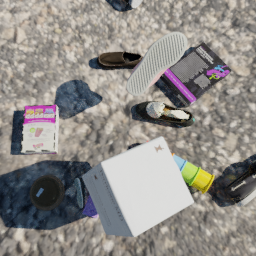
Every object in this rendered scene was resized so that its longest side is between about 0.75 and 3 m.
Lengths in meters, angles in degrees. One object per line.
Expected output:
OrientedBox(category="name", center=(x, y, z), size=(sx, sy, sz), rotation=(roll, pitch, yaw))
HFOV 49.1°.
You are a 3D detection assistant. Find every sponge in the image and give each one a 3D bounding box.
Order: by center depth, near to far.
OrientedBox(category="sponge", center=(-1.204, 2.699, 10.137), size=(0.555, 0.148, 0.996), rotation=(19, 75, 5))

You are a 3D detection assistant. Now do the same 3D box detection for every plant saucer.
OrientedBox(category="plant saucer", center=(-2.968, 2.352, 10.226), size=(1.286, 0.189, 1.286), rotation=(0, 74, 1))

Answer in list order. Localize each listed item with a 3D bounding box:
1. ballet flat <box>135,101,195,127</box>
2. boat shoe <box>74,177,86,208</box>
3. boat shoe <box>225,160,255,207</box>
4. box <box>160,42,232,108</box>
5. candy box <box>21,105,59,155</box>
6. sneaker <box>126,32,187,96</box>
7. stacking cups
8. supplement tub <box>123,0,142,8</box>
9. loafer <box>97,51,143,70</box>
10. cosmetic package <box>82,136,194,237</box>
OrientedBox(category="ballet flat", center=(1.444, -0.634, 10.770), size=(2.342, 0.801, 0.796), rotation=(12, 79, 4))
OrientedBox(category="boat shoe", center=(-1.660, 2.330, 10.130), size=(0.328, 0.411, 1.088), rotation=(-5, 87, -41))
OrientedBox(category="boat shoe", center=(4.639, 1.637, 10.056), size=(2.710, 1.001, 0.818), rotation=(-41, 82, -3))
OrientedBox(category="box", center=(2.773, -2.211, 11.444), size=(2.412, 0.435, 1.724), rotation=(-38, 78, -9))
OrientedBox(category="candy box", center=(-3.320, 0.066, 10.695), size=(1.250, 0.559, 1.833), rotation=(-1, 74, 0))
OrientedBox(category="sneaker", center=(0.853, -2.090, 9.140), size=(0.909, 1.262, 2.414), rotation=(42, 101, -7))
OrientedBox(category="stacking cups", center=(1.767, 1.306, 10.206), size=(2.701, 0.817, 0.817), rotation=(33, 76, 9))
OrientedBox(category="supplement tub", center=(0.018, -5.966, 12.370), size=(0.763, 0.763, 1.244), rotation=(-40, 79, -11))
OrientedBox(category="loafer", center=(-0.299, -2.881, 11.484), size=(2.004, 0.715, 0.731), rotation=(-2, 74, -1))
OrientedBox(category="cosmetic package", center=(0.135, 1.660, 7.768), size=(1.913, 2.301, 1.925), rotation=(-20, 80, -26))
